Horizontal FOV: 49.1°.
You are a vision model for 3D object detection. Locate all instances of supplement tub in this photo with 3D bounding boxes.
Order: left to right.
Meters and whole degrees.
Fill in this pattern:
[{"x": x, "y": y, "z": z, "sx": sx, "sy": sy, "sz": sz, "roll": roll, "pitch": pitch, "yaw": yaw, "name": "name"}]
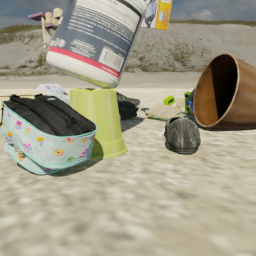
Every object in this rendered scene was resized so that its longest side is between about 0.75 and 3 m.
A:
[{"x": -0.667, "y": -2.354, "z": 6.586, "sx": 1.803, "sy": 2.569, "sz": 1.803, "roll": 21, "pitch": 3, "yaw": -1, "name": "supplement tub"}]

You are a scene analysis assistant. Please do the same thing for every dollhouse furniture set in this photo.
[{"x": -2.628, "y": -3.617, "z": 10.715, "sx": 1.363, "sy": 1.221, "sz": 1.720, "roll": -5, "pitch": 5, "yaw": 21, "name": "dollhouse furniture set"}, {"x": 1.951, "y": -0.626, "z": 11.803, "sx": 1.277, "sy": 0.987, "sz": 2.556, "roll": 19, "pitch": 39, "yaw": 41, "name": "dollhouse furniture set"}]

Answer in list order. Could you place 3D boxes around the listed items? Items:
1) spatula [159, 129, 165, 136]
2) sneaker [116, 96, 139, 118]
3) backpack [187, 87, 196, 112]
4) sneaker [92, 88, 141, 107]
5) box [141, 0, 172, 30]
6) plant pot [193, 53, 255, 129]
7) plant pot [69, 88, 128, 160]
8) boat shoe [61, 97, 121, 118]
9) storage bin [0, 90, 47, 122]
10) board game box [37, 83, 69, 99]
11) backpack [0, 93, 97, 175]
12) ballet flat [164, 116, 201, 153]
[{"x": 1.435, "y": 0.098, "z": 8.468, "sx": 0.894, "sy": 0.103, "sz": 1.286, "roll": 4, "pitch": 11, "yaw": 19, "name": "spatula"}, {"x": -0.251, "y": -0.825, "z": 11.975, "sx": 1.135, "sy": 0.950, "sz": 2.501, "roll": 7, "pitch": 15, "yaw": -14, "name": "sneaker"}, {"x": 3.507, "y": -1.108, "z": 10.980, "sx": 2.012, "sy": 1.688, "sz": 1.635, "roll": -40, "pitch": 22, "yaw": -20, "name": "backpack"}, {"x": -0.718, "y": -1.600, "z": 15.253, "sx": 2.858, "sy": 1.133, "sz": 1.077, "roll": 0, "pitch": 8, "yaw": -7, "name": "sneaker"}, {"x": 0.843, "y": -3.906, "z": 9.214, "sx": 0.420, "sy": 1.205, "sz": 2.025, "roll": 0, "pitch": 20, "yaw": -19, "name": "box"}, {"x": 3.829, "y": -0.927, "z": 9.102, "sx": 2.517, "sy": 2.352, "sz": 2.352, "roll": 12, "pitch": 6, "yaw": -16, "name": "plant pot"}, {"x": -0.768, "y": -0.177, "z": 6.255, "sx": 1.529, "sy": 1.405, "sz": 1.529, "roll": 0, "pitch": 10, "yaw": 0, "name": "plant pot"}, {"x": -1.289, "y": -0.571, "z": 9.716, "sx": 2.683, "sy": 0.991, "sz": 1.144, "roll": 12, "pitch": 15, "yaw": 41, "name": "boat shoe"}, {"x": -4.893, "y": -0.911, "z": 11.203, "sx": 2.437, "sy": 1.142, "sz": 2.419, "roll": -9, "pitch": 14, "yaw": -41, "name": "storage bin"}, {"x": -3.009, "y": -1.249, "z": 12.358, "sx": 0.334, "sy": 1.618, "sz": 1.622, "roll": -40, "pitch": -1, "yaw": 15, "name": "board game box"}, {"x": -1.347, "y": 0.128, "z": 4.902, "sx": 1.535, "sy": 1.177, "sz": 1.349, "roll": 22, "pitch": 18, "yaw": 30, "name": "backpack"}, {"x": 1.418, "y": -0.044, "z": 7.157, "sx": 0.935, "sy": 0.799, "sz": 2.812, "roll": 0, "pitch": 10, "yaw": 6, "name": "ballet flat"}]
